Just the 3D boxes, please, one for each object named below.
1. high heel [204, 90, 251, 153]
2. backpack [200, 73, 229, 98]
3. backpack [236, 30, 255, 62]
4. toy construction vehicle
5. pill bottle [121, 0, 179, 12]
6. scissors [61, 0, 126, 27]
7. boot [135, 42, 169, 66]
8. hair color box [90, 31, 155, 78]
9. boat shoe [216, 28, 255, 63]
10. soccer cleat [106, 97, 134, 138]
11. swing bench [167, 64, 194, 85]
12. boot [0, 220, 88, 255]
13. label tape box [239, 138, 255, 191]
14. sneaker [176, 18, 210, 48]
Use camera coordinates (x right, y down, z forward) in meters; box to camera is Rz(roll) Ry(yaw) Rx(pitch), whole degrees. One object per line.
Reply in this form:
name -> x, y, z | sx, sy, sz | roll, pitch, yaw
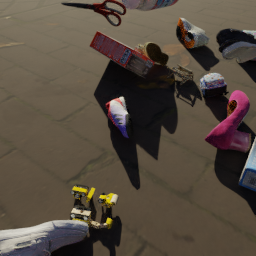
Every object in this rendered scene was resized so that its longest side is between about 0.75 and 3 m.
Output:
high heel -> 3.004, -0.372, 8.642 | 1.250, 0.878, 2.606 | 15, 53, 2
backpack -> 3.079, -1.600, 10.299 | 0.975, 0.751, 0.928 | -8, 29, -6
backpack -> 5.646, -3.596, 12.366 | 1.868, 1.183, 1.559 | 14, 44, 22
toy construction vehicle -> -0.834, 1.806, 6.392 | 1.134, 0.399, 0.987 | 8, 29, 6
pill bottle -> 0.500, -2.913, 5.961 | 0.743, 0.743, 1.366 | 31, 44, 32
scissors -> -0.618, -2.176, 4.950 | 1.238, 0.453, 0.086 | 24, 51, 5
boot -> 0.787, -3.236, 11.864 | 1.376, 0.641, 1.780 | 28, 9, 32
hair color box -> -0.281, -3.033, 11.474 | 1.393, 0.803, 2.512 | 15, 20, -50
boat shoe -> 2.772, -2.025, 6.885 | 1.994, 0.737, 0.602 | -11, 75, -43
soccer cleat -> -0.270, -0.289, 8.785 | 0.708, 0.660, 1.934 | -16, 38, 1
swing bench -> 2.105, -2.166, 11.135 | 0.774, 0.502, 0.770 | -27, 46, -29
boot -> -1.764, 2.448, 5.382 | 2.054, 0.756, 0.982 | -10, 48, -2
label tape box -> 4.019, 0.838, 7.248 | 1.610, 0.707, 2.233 | 21, 43, 24
sneaker -> 3.261, -4.771, 14.170 | 1.143, 0.941, 2.485 | -3, 46, -15
